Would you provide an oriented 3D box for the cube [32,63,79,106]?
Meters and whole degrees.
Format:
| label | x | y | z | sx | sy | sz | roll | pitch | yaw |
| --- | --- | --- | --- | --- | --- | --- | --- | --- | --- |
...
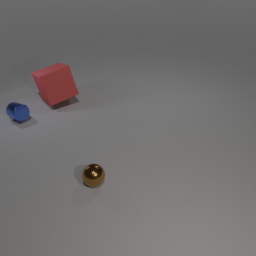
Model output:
| label | x | y | z | sx | sy | sz | roll | pitch | yaw |
| --- | --- | --- | --- | --- | --- | --- | --- | --- | --- |
| cube | -3.296 | -2.014 | 12.688 | 1.400 | 1.400 | 1.400 | -27 | 28 | -22 |

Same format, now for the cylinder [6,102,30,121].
| label | x | y | z | sx | sy | sz | roll | pitch | yaw |
| --- | --- | --- | --- | --- | --- | --- | --- | --- | --- |
| cylinder | -4.555 | -0.686 | 11.578 | 0.700 | 0.700 | 0.700 | 16 | 35 | 41 |

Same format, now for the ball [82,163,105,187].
| label | x | y | z | sx | sy | sz | roll | pitch | yaw |
| --- | --- | --- | --- | --- | --- | --- | --- | --- | --- |
| ball | -1.039 | 1.417 | 8.448 | 0.700 | 0.700 | 0.700 | 0 | 33 | 0 |
